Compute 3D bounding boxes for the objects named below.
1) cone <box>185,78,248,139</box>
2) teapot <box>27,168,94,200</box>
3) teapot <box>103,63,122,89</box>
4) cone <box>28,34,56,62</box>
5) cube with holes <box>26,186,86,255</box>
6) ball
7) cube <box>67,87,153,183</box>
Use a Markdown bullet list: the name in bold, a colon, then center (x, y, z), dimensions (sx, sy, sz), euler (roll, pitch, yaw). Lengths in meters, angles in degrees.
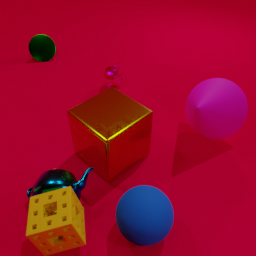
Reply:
- **cone**: center (1.863, -0.461, 6.590), dimensions (1.586, 1.586, 1.592), euler (28, 16, 26)
- **teapot**: center (-1.393, 1.193, 5.696), dimensions (1.559, 0.969, 0.763), euler (-17, 49, 13)
- **teapot**: center (-0.447, -1.595, 8.849), dimensions (0.534, 0.677, 1.090), euler (7, 70, 31)
- **cone**: center (-3.153, -2.999, 10.493), dimensions (0.954, 0.954, 0.958), euler (-7, 18, -8)
- **cube with holes**: center (-1.252, 1.654, 4.992), dimensions (0.761, 0.761, 0.761), euler (-15, 41, 1)
- **ball**: center (0.308, 1.614, 5.213), dimensions (1.077, 1.077, 1.077), euler (0, 44, 0)
- **cube**: center (-0.396, 0.126, 6.550), dimensions (1.372, 1.372, 1.372), euler (-33, 53, -31)
